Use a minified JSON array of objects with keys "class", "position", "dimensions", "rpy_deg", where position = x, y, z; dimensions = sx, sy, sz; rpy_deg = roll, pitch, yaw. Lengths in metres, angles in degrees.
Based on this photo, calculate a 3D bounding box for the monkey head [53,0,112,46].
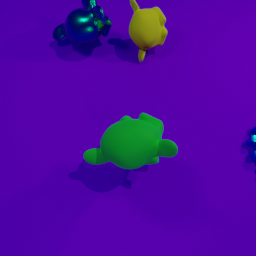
[{"class":"monkey head","position":[-1.205,-2.995,7.670],"dimensions":[1.943,1.171,1.398],"rpy_deg":[-9,96,38]}]

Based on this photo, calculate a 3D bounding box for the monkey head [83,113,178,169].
[{"class":"monkey head","position":[0.157,0.451,5.753],"dimensions":[1.969,1.417,1.187],"rpy_deg":[-9,31,24]}]

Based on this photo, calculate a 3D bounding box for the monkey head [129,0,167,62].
[{"class":"monkey head","position":[0.452,-2.761,7.805],"dimensions":[1.003,1.664,1.197],"rpy_deg":[-17,25,-14]}]

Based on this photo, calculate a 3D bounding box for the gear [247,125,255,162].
[{"class":"gear","position":[3.717,0.464,6.677],"dimensions":[1.607,0.297,1.607],"rpy_deg":[0,64,0]}]
